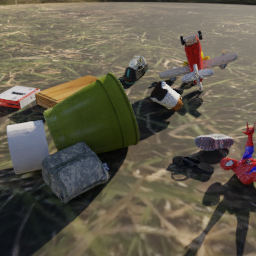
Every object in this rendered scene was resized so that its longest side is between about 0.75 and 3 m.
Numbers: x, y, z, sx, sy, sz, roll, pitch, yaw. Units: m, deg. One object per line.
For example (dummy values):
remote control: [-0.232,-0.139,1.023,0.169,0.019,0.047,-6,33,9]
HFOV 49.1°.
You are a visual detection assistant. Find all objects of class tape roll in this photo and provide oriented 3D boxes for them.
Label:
tape roll: [-2.570,0.491,7.317,0.887,1.292,1.292,-10,31,-19]

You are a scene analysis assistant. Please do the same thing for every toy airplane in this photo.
toy airplane: [3.185,-2.833,12.902,2.732,1.928,2.720,36,83,34]

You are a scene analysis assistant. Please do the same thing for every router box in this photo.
router box: [-4.432,-1.267,11.335,1.191,0.324,1.327,10,31,16]

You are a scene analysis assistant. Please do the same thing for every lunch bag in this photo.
lunch bag: [-1.239,1.096,6.713,1.323,0.922,1.110,-23,53,-33]

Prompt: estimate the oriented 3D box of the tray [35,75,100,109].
tray: [-2.164,-1.477,11.497,1.409,0.529,2.856,22,35,34]

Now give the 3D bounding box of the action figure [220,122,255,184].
action figure: [3.820,0.759,6.793,2.964,1.467,0.967,4,30,11]

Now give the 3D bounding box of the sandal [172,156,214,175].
sandal: [1.770,0.936,7.580,1.135,0.243,0.432,13,32,22]

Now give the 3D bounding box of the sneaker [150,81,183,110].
sneaker: [1.516,-1.172,10.982,0.978,0.841,2.311,31,16,-16]

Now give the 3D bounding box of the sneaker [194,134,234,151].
sneaker: [2.519,0.405,8.426,1.223,0.457,0.502,3,17,-13]

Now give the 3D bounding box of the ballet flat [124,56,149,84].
ballet flat: [0.487,-3.017,13.797,0.909,0.915,2.674,6,30,14]

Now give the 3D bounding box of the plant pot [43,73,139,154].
plant pot: [-1.122,-0.150,7.903,2.141,2.224,2.224,-22,35,-12]
